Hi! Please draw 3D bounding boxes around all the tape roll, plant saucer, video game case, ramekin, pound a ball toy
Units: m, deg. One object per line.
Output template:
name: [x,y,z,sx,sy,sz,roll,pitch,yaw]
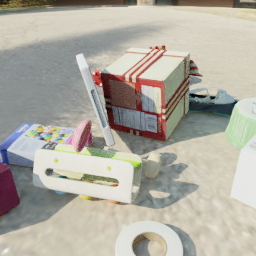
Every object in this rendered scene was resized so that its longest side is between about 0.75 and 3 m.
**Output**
tape roll: [0.421,2.442,5.585,1.353,0.247,1.353,0,29,0]
plant saucer: [-1.163,0.183,6.979,0.219,0.864,0.864,19,32,5]
video game case: [-1.042,-0.982,8.747,0.288,2.384,2.615,-20,25,-5]
ramekin: [4.469,-0.112,9.179,2.288,1.118,2.288,0,30,0]
pound a ball toy: [-0.672,1.172,7.200,2.848,1.210,1.857,7,5,12]

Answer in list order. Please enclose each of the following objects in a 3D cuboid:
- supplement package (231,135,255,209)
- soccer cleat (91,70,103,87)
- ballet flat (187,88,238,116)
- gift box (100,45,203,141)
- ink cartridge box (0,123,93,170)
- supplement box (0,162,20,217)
supplement package: [3.746,0.967,6.891,1.486,1.497,1.973,24,37,35]
soccer cleat: [-0.847,-2.494,13.839,2.302,0.790,0.981,-3,20,-10]
ballet flat: [3.249,-1.067,11.011,2.904,1.061,1.061,6,30,10]
gift box: [0.957,-1.216,9.833,2.833,2.614,2.645,16,41,22]
ink cartridge box: [-2.714,0.520,8.678,2.852,0.599,1.702,4,29,11]
supplement box: [-3.934,1.332,6.583,2.292,1.183,1.501,20,35,31]
